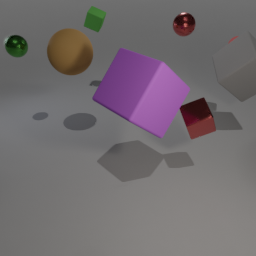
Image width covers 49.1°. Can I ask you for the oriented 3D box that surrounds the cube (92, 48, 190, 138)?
[{"bbox_3d":[0.319,-0.807,6.610,1.400,1.400,1.400,32,3,40],"label":"cube"}]

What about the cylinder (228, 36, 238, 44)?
[{"bbox_3d":[3.994,-2.924,10.198,0.700,0.700,0.700,9,31,16],"label":"cylinder"}]

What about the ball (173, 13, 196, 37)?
[{"bbox_3d":[1.737,-3.202,8.679,0.700,0.700,0.700,0,29,0],"label":"ball"}]

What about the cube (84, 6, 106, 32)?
[{"bbox_3d":[-1.439,-4.756,12.242,0.700,0.700,0.700,22,44,-7],"label":"cube"}]

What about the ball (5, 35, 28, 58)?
[{"bbox_3d":[-3.568,-2.617,8.974,0.700,0.700,0.700,0,29,0],"label":"ball"}]

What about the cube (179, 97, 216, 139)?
[{"bbox_3d":[1.835,-0.244,7.391,0.700,0.700,0.700,-21,53,11],"label":"cube"}]

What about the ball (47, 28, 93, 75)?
[{"bbox_3d":[-1.775,-2.334,8.642,1.400,1.400,1.400,0,29,0],"label":"ball"}]

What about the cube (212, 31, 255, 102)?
[{"bbox_3d":[3.869,-2.011,9.312,1.400,1.400,1.400,29,45,-29],"label":"cube"}]
